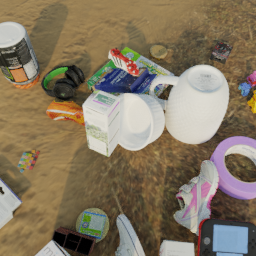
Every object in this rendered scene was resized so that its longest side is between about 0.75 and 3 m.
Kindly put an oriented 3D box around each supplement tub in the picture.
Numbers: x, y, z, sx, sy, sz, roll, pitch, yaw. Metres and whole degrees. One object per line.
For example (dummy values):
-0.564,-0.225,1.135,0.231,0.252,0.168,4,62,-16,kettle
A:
-4.674,-2.935,11.744,1.576,2.572,1.576,0,58,-1,supplement tub

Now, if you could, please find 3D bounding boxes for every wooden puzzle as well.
-3.805,1.251,10.653,0.600,0.071,1.012,11,59,7,wooden puzzle

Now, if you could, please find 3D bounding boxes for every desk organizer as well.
-1.726,3.589,8.891,1.301,0.501,0.466,15,85,9,desk organizer

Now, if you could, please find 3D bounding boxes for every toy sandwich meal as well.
1.452,-3.638,13.524,0.908,0.311,0.908,1,61,-2,toy sandwich meal

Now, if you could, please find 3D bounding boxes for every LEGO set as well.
5.466,-1.477,11.789,0.905,0.974,2.373,-13,59,-7,LEGO set

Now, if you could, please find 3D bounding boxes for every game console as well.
3.038,3.715,8.457,2.037,0.316,1.801,10,73,-13,game console

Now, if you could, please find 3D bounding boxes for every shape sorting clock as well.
-1.180,3.243,9.346,1.114,0.219,1.114,-1,62,3,shape sorting clock

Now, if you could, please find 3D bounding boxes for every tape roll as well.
4.139,1.417,10.178,2.197,0.721,2.197,0,58,0,tape roll

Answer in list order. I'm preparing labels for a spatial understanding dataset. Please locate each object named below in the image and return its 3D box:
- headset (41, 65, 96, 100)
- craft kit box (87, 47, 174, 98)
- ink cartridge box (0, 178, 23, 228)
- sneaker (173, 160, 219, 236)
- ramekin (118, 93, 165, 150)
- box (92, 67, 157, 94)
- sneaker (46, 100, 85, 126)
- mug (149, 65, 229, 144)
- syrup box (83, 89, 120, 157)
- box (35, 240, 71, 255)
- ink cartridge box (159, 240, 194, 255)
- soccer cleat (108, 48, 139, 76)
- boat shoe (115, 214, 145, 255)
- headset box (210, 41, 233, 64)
-2.451,-1.827,12.202,2.735,1.285,1.689,15,57,26,headset
0.129,-2.046,12.370,2.768,0.671,2.734,34,62,19,craft kit box
-4.941,2.683,9.577,2.006,0.408,2.010,38,66,21,ink cartridge box
2.290,2.188,9.500,1.158,1.068,2.625,19,60,9,sneaker
0.355,-0.291,10.432,1.022,2.096,2.096,-15,53,-48,ramekin
-0.143,-1.886,11.011,2.300,0.373,1.393,8,44,35,box
-2.155,-0.698,11.401,2.332,0.851,0.899,14,58,7,sneaker
2.237,-1.079,10.578,2.994,2.625,2.211,17,60,10,mug
-0.850,-0.120,9.543,0.895,2.273,0.926,22,52,16,syrup box
-1.358,4.513,7.326,2.660,2.347,1.286,40,66,21,box
1.343,4.384,7.895,0.906,1.504,2.070,3,59,2,ink cartridge box
-0.168,-2.438,10.602,1.385,0.590,0.475,39,61,-4,soccer cleat
0.022,3.913,8.622,0.844,0.857,2.418,-19,67,-14,boat shoe
4.454,-3.560,13.398,0.785,0.396,1.056,25,62,15,headset box
